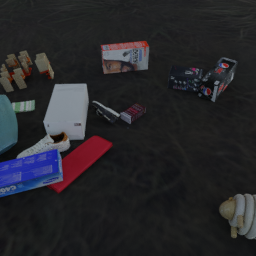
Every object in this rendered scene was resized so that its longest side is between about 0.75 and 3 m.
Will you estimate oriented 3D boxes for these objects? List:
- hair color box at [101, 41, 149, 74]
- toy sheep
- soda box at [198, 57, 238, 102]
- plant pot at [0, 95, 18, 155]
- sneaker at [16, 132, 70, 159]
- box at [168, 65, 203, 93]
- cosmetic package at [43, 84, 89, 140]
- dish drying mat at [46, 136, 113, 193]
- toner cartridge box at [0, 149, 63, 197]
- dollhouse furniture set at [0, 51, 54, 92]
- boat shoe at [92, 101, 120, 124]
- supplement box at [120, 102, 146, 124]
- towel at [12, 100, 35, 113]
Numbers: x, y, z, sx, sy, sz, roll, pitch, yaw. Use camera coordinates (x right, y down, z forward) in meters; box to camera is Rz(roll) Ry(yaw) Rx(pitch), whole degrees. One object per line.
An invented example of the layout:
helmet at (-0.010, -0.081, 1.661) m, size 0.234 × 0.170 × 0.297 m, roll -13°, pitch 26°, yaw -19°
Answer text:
hair color box at (-0.138, -3.267, 12.989) m, size 2.123 × 1.177 × 0.679 m, roll -8°, pitch 42°, yaw -7°
toy sheep at (3.140, 2.228, 6.942) m, size 1.737 × 1.197 × 1.197 m, roll 17°, pitch 44°, yaw 7°
soda box at (3.856, -2.107, 11.934) m, size 0.762 × 0.851 × 2.405 m, roll 24°, pitch 48°, yaw 27°
plant pot at (-4.341, 0.142, 8.797) m, size 2.126 × 2.126 × 1.432 m, roll -38°, pitch 95°, yaw -35°
sneaker at (-2.770, 0.573, 9.023) m, size 1.759 × 0.745 × 0.641 m, roll -24°, pitch 50°, yaw -24°
box at (2.461, -2.126, 12.053) m, size 1.363 × 0.723 × 0.833 m, roll 10°, pitch 43°, yaw 12°
cosmetic package at (-2.177, -0.638, 10.262) m, size 1.295 × 0.931 × 2.294 m, roll 0°, pitch 43°, yaw 0°
dish drying mat at (-1.584, 1.069, 8.878) m, size 0.926 × 0.219 × 2.412 m, roll 25°, pitch 49°, yaw 30°
toner cartridge box at (-3.003, 1.328, 8.233) m, size 2.057 × 0.444 × 0.977 m, roll -14°, pitch 43°, yaw -5°
dollhouse furniture set at (-4.502, -2.502, 12.502) m, size 2.051 × 1.068 × 2.073 m, roll -14°, pitch 42°, yaw 2°
boat shoe at (-0.922, -0.591, 10.546) m, size 1.483 × 0.548 × 0.447 m, roll 29°, pitch 87°, yaw 37°
supplement box at (0.205, -0.575, 10.656) m, size 0.502 × 0.281 × 0.923 m, roll 32°, pitch 52°, yaw 31°
towel at (-4.159, -0.853, 11.104) m, size 0.887 × 0.104 × 0.677 m, roll -10°, pitch 42°, yaw -11°
